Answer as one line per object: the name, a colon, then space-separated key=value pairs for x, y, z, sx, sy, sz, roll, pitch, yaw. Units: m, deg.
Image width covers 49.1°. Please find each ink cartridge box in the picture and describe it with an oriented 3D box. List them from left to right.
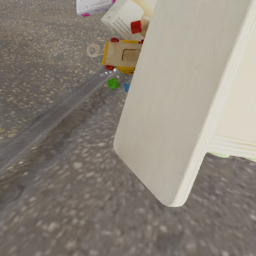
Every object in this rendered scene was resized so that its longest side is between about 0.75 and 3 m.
ink cartridge box: x=-0.906 y=-4.109 z=7.739 sx=1.100 sy=1.843 sz=0.387 roll=-4 pitch=-1 yaw=23

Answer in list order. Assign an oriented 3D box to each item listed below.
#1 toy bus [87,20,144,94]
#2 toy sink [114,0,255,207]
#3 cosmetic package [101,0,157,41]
toy bus: x=0.044 y=-1.492 z=6.092 sx=1.322 sy=0.724 sz=1.401 roll=-36 pitch=74 yaw=13
toy sink: x=1.241 y=-0.573 z=4.117 sx=1.670 sy=2.981 sz=1.943 roll=10 pitch=15 yaw=-29
cosmetic package: x=0.738 y=-3.148 z=6.839 sx=2.641 sy=1.389 sz=0.939 roll=-49 pitch=29 yaw=8
